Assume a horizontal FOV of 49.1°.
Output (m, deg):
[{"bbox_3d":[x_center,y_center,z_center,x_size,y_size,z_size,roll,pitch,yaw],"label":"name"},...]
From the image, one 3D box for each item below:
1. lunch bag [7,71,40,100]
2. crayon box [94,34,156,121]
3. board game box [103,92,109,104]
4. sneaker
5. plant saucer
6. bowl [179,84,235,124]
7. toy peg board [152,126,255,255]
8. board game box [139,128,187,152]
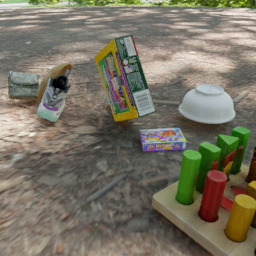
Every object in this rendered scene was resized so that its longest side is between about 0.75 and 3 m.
[{"bbox_3d":[-3.775,-1.533,10.139,1.135,0.952,0.791,-1,-5,-26],"label":"lunch bag"},{"bbox_3d":[-0.153,-1.340,8.234,0.634,2.176,1.877,-20,6,-20],"label":"crayon box"},{"bbox_3d":[-0.351,-0.992,9.850,0.962,0.495,0.504,28,14,40],"label":"board game box"},{"bbox_3d":[-2.266,-1.255,9.179,0.852,1.532,2.191,20,19,-20],"label":"sneaker"},{"bbox_3d":[-2.660,-1.630,9.897,0.322,1.816,1.816,36,32,-4],"label":"plant saucer"},{"bbox_3d":[2.497,-0.861,8.733,1.748,0.785,1.748,0,29,0],"label":"bowl"},{"bbox_3d":[2.270,1.123,5.174,2.588,1.266,2.577,-19,33,-36],"label":"toy peg board"},{"bbox_3d":[0.956,0.318,7.833,1.177,0.264,0.792,-3,28,-5],"label":"board game box"}]
